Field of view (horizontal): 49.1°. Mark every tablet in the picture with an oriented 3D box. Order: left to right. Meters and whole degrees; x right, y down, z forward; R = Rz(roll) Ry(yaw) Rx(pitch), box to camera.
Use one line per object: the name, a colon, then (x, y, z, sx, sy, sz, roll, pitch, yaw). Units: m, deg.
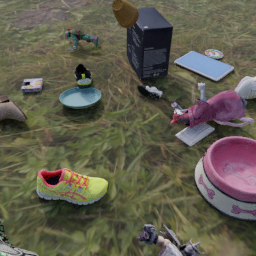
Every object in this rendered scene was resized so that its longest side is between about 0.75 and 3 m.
tablet: (3.696, -3.068, 13.719, 2.467, 0.168, 1.605, 33, 52, 32)

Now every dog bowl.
dog bowl: (3.375, 1.322, 8.304, 2.649, 0.977, 2.649, 0, 43, 0)

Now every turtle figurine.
turtle figurine: (-2.647, -4.791, 15.063, 2.041, 1.027, 1.528, 6, 42, -2)

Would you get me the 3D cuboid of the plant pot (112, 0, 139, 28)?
plant pot: (-0.177, -4.215, 10.063, 0.867, 0.867, 0.931, 26, 4, 25)

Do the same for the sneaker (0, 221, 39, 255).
sneaker: (-3.310, 2.686, 6.713, 2.833, 1.105, 1.207, 15, 44, 16)

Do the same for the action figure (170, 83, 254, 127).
action figure: (2.799, -0.503, 10.348, 2.726, 1.826, 2.030, -21, 80, -15)

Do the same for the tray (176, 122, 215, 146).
tray: (2.475, 0.113, 10.241, 1.393, 0.155, 0.748, -30, 49, -29)

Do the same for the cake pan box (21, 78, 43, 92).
cake pan box: (-4.237, -1.885, 12.387, 0.853, 0.223, 0.786, -3, 40, -4)

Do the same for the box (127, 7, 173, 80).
box: (0.899, -3.927, 12.980, 1.428, 2.432, 2.391, -11, 44, -12)

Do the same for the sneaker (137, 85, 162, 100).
sneaker: (0.937, -1.587, 11.942, 1.119, 0.415, 0.495, 27, 48, 14)

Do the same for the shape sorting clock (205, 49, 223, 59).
shape sorting clock: (4.486, -3.869, 14.584, 0.939, 0.184, 0.939, 0, 43, 0)

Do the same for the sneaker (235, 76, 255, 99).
sneaker: (5.399, -1.655, 11.648, 2.317, 0.868, 1.154, -23, 47, -23)

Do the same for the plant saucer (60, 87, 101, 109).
plant saucer: (-1.944, -1.228, 11.522, 1.693, 0.232, 1.693, 0, 35, 0)

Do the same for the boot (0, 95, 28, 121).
boot: (-4.952, -0.476, 10.542, 1.525, 0.732, 2.085, -37, 50, -28)

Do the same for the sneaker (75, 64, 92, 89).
sneaker: (-1.974, -2.488, 12.438, 0.748, 0.864, 2.086, -10, 33, -12)

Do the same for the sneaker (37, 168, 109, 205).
sneaker: (-1.616, 1.598, 8.011, 2.130, 0.962, 0.832, 0, 41, -2)

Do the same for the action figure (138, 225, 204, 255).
action figure: (0.507, 3.231, 6.224, 2.940, 1.020, 1.913, -17, 38, -23)
